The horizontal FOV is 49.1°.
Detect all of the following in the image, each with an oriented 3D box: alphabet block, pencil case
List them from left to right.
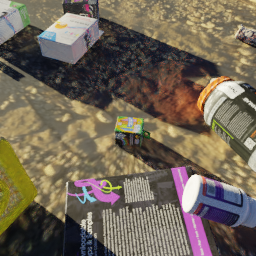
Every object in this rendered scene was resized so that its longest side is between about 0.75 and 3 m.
[{"bbox_3d":[-3.578,1.076,5.590,2.245,2.205,2.193,25,56,23],"label":"alphabet block"},{"bbox_3d":[4.940,-3.542,10.895,1.387,0.540,0.620,29,68,24],"label":"pencil case"}]

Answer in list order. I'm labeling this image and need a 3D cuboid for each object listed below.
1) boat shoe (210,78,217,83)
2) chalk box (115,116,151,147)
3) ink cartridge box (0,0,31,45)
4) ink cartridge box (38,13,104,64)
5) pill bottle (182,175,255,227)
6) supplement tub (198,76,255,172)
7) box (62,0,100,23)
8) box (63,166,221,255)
[{"bbox_3d":[3.167,-1.290,9.128,1.056,0.384,0.331,35,14,33],"label":"boat shoe"},{"bbox_3d":[0.145,0.110,7.631,0.937,0.585,0.581,7,49,4],"label":"chalk box"},{"bbox_3d":[-5.284,-4.326,11.366,1.492,0.865,2.060,19,51,16],"label":"ink cartridge box"},{"bbox_3d":[-2.075,-3.600,10.745,1.428,0.841,2.480,18,51,15],"label":"ink cartridge box"},{"bbox_3d":[1.791,1.437,5.358,1.335,0.744,0.744,18,49,-4],"label":"pill bottle"},{"bbox_3d":[3.062,-0.170,7.238,1.530,1.530,2.498,-24,54,-20],"label":"supplement tub"},{"bbox_3d":[-1.984,-5.038,11.986,1.450,0.886,0.769,0,48,0],"label":"box"},{"bbox_3d":[0.140,1.923,5.892,2.931,0.529,2.095,-6,45,-2],"label":"box"}]
